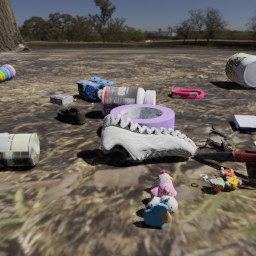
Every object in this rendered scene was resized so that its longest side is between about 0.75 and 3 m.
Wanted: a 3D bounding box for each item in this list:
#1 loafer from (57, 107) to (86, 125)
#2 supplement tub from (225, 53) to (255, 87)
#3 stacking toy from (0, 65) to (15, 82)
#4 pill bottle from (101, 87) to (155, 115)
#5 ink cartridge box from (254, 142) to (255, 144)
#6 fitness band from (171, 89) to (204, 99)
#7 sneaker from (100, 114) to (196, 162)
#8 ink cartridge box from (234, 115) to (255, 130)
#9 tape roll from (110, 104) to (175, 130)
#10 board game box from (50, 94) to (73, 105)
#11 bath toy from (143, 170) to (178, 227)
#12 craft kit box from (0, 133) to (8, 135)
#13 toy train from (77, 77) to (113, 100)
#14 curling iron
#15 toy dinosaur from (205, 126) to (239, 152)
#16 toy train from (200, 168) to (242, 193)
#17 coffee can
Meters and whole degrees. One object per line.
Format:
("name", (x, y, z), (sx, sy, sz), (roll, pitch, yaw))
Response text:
("loafer", (-2.394, -0.624, 11.970), (1.720, 0.614, 0.628), (16, 26, 37))
("supplement tub", (7.932, -3.852, 18.715), (2.023, 2.023, 2.790), (-1, 20, -4))
("stacking toy", (-9.175, -3.711, 19.882), (1.114, 1.114, 2.609), (4, 25, 10))
("pill bottle", (0.046, -1.154, 12.437), (2.278, 1.297, 1.297), (3, 20, 9))
("ink cartridge box", (4.582, 0.981, 7.913), (1.713, 0.506, 2.140), (5, 16, 14))
("fitness band", (3.432, -1.983, 16.148), (1.877, 0.351, 1.348), (3, 18, 5))
("sneaker", (0.569, 0.541, 8.428), (2.935, 1.103, 1.190), (14, 63, -2))
("ink cartridge box", (5.037, -0.132, 11.092), (1.425, 0.314, 1.451), (4, 23, 11))
("tape roll", (0.537, -0.232, 10.666), (2.416, 0.792, 2.416), (1, 20, 0))
("board game box", (-3.541, -1.527, 14.879), (1.003, 0.322, 0.740), (13, 23, 33))
("bath toy", (0.775, 1.486, 6.270), (0.698, 0.593, 1.605), (4, 20, 11))
("craft kit box", (-4.612, 0.429, 9.741), (0.836, 0.203, 0.826), (-7, 19, -19))
("toy train", (-1.750, -2.124, 15.600), (1.381, 1.048, 2.418), (-25, 33, -32))
("curling iron", (2.972, 0.771, 7.680), (0.661, 0.341, 2.668), (13, -9, -41))
("toy dinosaur", (3.163, 0.410, 9.340), (1.006, 0.542, 2.283), (20, 24, 15))
("toy train", (2.379, 1.346, 7.121), (1.067, 0.297, 0.801), (-6, 20, -25))
("coffee can", (-3.304, 0.634, 8.048), (1.285, 0.941, 0.941), (-1, 20, -4))
